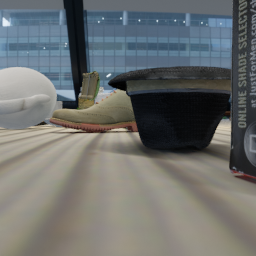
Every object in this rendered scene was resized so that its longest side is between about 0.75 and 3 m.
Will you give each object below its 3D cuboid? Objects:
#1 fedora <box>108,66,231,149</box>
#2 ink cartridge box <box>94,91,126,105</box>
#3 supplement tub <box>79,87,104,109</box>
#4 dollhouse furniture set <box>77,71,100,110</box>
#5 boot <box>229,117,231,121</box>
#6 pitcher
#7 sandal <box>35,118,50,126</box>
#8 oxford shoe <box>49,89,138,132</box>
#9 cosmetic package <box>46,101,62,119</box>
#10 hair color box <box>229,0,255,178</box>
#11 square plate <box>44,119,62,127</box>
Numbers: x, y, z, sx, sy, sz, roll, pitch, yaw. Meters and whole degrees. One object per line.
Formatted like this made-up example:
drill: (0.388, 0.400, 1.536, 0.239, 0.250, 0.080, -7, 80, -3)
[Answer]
fedora: (0.519, -0.165, 2.912, 1.615, 0.738, 1.615, 0, 3, 0)
ink cartridge box: (0.425, -0.732, 11.065, 2.949, 1.251, 2.148, -5, 5, -43)
supplement tub: (-1.474, -0.898, 11.531, 1.103, 1.525, 1.103, 0, 2, 0)
dollhouse furniture set: (-0.825, -0.716, 7.370, 0.713, 1.421, 0.931, 8, 3, -30)
boot: (4.434, -0.509, 8.213, 2.770, 1.045, 1.020, 0, 4, 30)
pitcher: (-2.845, -0.691, 7.108, 2.348, 1.659, 2.737, 6, 14, 24)
sandal: (-3.505, -0.336, 9.752, 1.997, 0.545, 0.816, 0, 2, 1)
oxford shoe: (-0.426, -0.373, 6.045, 2.459, 0.908, 0.870, -1, 2, -19)
cosmetic package: (-4.072, -0.723, 12.824, 0.807, 1.109, 2.181, 2, 4, 37)
hair color box: (1.719, -0.312, 1.518, 2.274, 1.154, 0.696, -2, 3, -15)
square plate: (-1.409, -0.182, 9.132, 2.070, 0.294, 2.051, -2, 4, -41)
